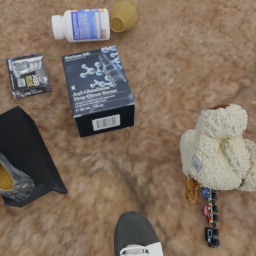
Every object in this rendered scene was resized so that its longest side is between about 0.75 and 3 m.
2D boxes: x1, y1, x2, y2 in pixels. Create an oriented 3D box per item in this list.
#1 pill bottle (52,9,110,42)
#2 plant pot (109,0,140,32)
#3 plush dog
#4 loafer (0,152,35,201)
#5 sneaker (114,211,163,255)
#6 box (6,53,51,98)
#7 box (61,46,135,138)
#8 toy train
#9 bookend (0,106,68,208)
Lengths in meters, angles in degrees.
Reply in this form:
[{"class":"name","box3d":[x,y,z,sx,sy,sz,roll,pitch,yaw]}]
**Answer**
[{"class":"pill bottle","box3d":[-1.589,-3.460,9.509,1.845,1.034,1.034,-6,59,-8]},{"class":"plant pot","box3d":[-0.218,-3.836,9.856,1.049,1.049,1.126,14,43,9]},{"class":"plush dog","box3d":[2.439,0.835,6.447,2.171,2.528,2.028,10,67,-2]},{"class":"loafer","box3d":[-3.007,0.854,6.101,2.058,0.744,0.749,25,74,12]},{"class":"sneaker","box3d":[0.268,3.065,5.454,1.083,1.293,2.923,-8,66,0]},{"class":"box","box3d":[-3.216,-1.710,9.062,1.165,0.368,1.477,-13,59,-15]},{"class":"box","box3d":[-0.875,-1.090,8.245,1.671,1.206,2.252,-14,60,-8]},{"class":"toy train","box3d":[2.030,2.083,6.898,0.375,0.279,1.635,-1,59,14]},{"class":"bookend","box3d":[-3.152,1.102,6.997,2.368,1.098,2.383,-30,71,-7]}]
